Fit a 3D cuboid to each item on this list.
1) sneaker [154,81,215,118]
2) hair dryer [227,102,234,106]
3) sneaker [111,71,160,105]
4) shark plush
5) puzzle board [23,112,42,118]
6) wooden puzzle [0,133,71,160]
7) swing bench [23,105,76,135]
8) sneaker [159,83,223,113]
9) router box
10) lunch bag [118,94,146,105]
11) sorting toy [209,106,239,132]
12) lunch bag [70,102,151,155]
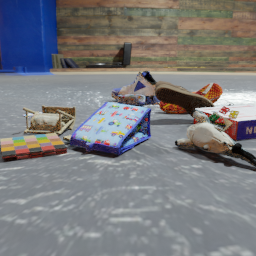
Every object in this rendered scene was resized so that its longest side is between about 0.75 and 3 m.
[{"bbox_3d":[2.047,-1.089,9.862,2.376,0.837,0.897,23,33,-14],"label":"sneaker"},{"bbox_3d":[3.820,-0.709,10.752,0.703,0.251,0.924,-27,34,10],"label":"hair dryer"},{"bbox_3d":[0.531,-2.097,14.092,2.739,1.582,1.106,10,15,33],"label":"sneaker"},{"bbox_3d":[2.157,0.254,6.483,0.935,1.020,2.244,28,-8,-33],"label":"shark plush"},{"bbox_3d":[-3.569,-0.515,10.853,0.827,0.072,0.624,-11,18,-40],"label":"puzzle board"},{"bbox_3d":[-2.343,0.436,6.802,2.348,0.165,1.392,-6,15,-24],"label":"wooden puzzle"},{"bbox_3d":[-2.342,-0.268,8.519,1.170,0.763,1.176,3,9,14],"label":"swing bench"},{"bbox_3d":[2.628,-1.047,11.701,2.797,1.021,1.079,-12,-24,-12],"label":"sneaker"},{"bbox_3d":[3.581,-0.245,8.705,2.305,0.563,2.069,-5,15,-19],"label":"router box"},{"bbox_3d":[0.196,-1.293,13.056,1.315,0.497,1.054,3,3,7],"label":"lunch bag"},{"bbox_3d":[2.394,-0.141,7.636,1.356,0.229,0.654,-40,43,-3],"label":"sorting toy"},{"bbox_3d":[-0.445,0.080,7.135,1.433,0.896,1.904,11,26,28],"label":"lunch bag"}]
